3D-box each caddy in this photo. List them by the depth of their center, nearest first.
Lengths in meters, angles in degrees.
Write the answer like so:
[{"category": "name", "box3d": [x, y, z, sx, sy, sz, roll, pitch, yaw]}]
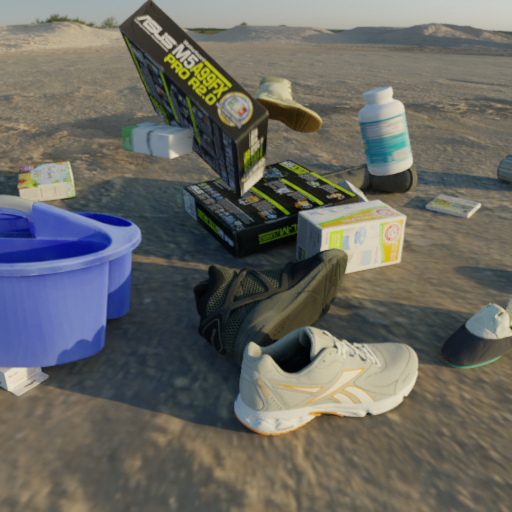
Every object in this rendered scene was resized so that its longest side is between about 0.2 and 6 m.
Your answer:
[{"category": "caddy", "box3d": [-3.811, 0.128, 8.595, 4.093, 2.149, 2.894, 1, 17, 3]}]

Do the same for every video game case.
[{"category": "video game case", "box3d": [4.952, -1.253, 14.087, 1.071, 0.123, 0.974, 19, 32, 32]}]

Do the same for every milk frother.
[{"category": "milk frother", "box3d": [7.679, -2.314, 15.606, 1.290, 1.164, 1.213, 35, 1, -39]}]

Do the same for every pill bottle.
[{"category": "pill bottle", "box3d": [2.137, -2.088, 9.364, 0.751, 1.355, 0.751, -13, 20, 5]}]

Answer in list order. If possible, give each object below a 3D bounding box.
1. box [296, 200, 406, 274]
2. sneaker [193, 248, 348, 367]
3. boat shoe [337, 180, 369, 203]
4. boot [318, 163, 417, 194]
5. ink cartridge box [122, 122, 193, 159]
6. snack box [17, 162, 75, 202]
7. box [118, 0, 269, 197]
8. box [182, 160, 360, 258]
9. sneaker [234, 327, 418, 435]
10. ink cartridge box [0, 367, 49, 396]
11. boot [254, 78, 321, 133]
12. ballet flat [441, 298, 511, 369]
[{"category": "box", "box3d": [1.875, -0.364, 11.159, 1.926, 1.083, 0.976, -10, 28, -21]}, {"category": "sneaker", "box3d": [0.205, 0.524, 9.172, 1.833, 1.223, 3.200, 24, 40, 29]}, {"category": "boat shoe", "box3d": [2.450, -1.087, 13.153, 0.671, 0.681, 1.921, 20, 26, -28]}, {"category": "boot", "box3d": [2.605, -1.928, 14.605, 2.431, 0.882, 2.210, -10, 13, -34]}, {"category": "ink cartridge box", "box3d": [-1.638, -1.943, 9.378, 0.967, 0.408, 0.706, 14, 26, 22]}, {"category": "snack box", "box3d": [-5.693, -2.022, 15.204, 1.369, 0.510, 1.925, -9, 27, -18]}, {"category": "box", "box3d": [-1.000, -2.671, 10.368, 0.756, 2.737, 3.417, -44, -6, -6]}, {"category": "box", "box3d": [0.250, -1.230, 13.086, 3.096, 0.762, 3.206, -16, 30, -22]}, {"category": "sneaker", "box3d": [1.019, 1.434, 7.317, 2.660, 1.223, 1.007, -10, 28, -21]}, {"category": "ink cartridge box", "box3d": [-3.504, 1.577, 8.041, 0.955, 0.324, 0.554, 17, 32, 31]}, {"category": "boot", "box3d": [0.763, -3.503, 12.875, 1.627, 0.586, 1.258, 18, 43, -5]}, {"category": "ballet flat", "box3d": [3.802, 1.038, 8.634, 2.292, 0.837, 0.837, -12, 29, -23]}]
